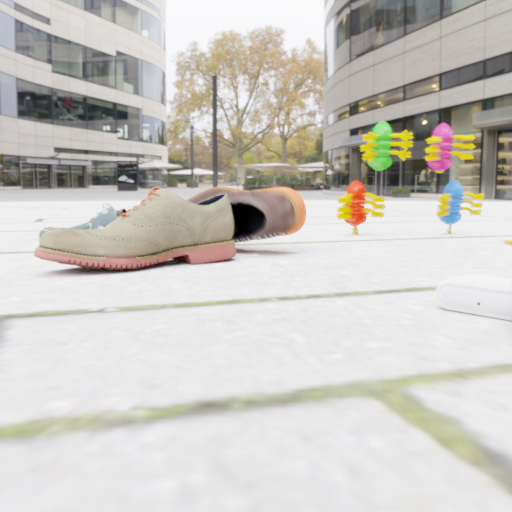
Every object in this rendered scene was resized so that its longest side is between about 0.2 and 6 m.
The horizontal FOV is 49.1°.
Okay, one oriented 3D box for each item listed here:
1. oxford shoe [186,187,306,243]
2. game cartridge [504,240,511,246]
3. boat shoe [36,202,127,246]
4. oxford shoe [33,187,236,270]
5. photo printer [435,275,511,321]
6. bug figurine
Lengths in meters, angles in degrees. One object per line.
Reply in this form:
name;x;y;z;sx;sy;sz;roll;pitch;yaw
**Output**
oxford shoe;-0.723;-0.746;10.740;3.301;1.175;1.197;-7;7;38
game cartridge;5.626;-0.261;11.617;0.677;0.125;0.768;0;8;4
boat shoe;-2.470;-0.511;10.217;3.071;0.949;1.118;1;7;4
oxford shoe;-1.769;-0.448;8.625;3.256;1.217;1.147;-6;9;-40
photo printer;2.297;0.391;5.551;0.755;0.315;0.907;-7;10;-44
bug figurine;3.752;-1.862;13.815;3.682;2.856;0.947;0;26;-6
